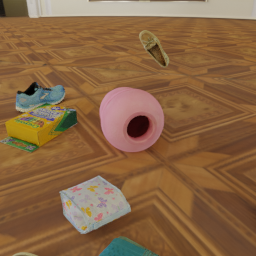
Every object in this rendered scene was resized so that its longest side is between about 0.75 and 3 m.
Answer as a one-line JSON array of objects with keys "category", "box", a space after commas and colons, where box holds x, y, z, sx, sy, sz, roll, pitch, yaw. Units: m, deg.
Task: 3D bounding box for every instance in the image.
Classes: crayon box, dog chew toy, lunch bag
[{"category": "crayon box", "box": [-2.914, -0.104, 9.243, 1.406, 0.577, 2.236, 14, 31, 25]}, {"category": "dog chew toy", "box": [-0.069, -0.445, 8.760, 1.832, 1.832, 2.942, -7, 20, -14]}, {"category": "lunch bag", "box": [-0.682, 1.626, 5.752, 1.018, 0.763, 1.201, -19, 23, -35]}]

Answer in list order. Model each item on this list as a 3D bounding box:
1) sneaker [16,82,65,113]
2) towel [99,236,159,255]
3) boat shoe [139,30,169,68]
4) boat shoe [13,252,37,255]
[{"category": "sneaker", "box": [-3.443, -1.382, 11.229, 0.870, 0.999, 2.221, 20, 33, 33]}, {"category": "towel", "box": [-0.129, 2.866, 3.891, 2.006, 0.297, 2.736, 16, 33, 30]}, {"category": "boat shoe", "box": [1.015, -2.971, 10.533, 0.585, 1.596, 0.500, -38, 14, 22]}, {"category": "boat shoe", "box": [-1.471, 2.368, 4.480, 1.346, 0.503, 0.460, -4, 35, 26]}]
